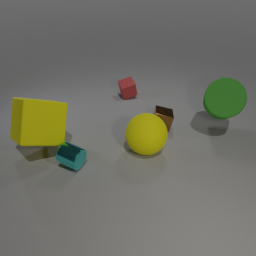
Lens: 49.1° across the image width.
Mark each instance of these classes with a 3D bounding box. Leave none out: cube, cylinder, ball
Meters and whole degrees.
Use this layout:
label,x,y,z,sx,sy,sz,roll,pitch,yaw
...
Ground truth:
label,x,y,z,sx,sy,sz,roll,pitch,yaw
cube,1.331,-0.360,10.893,0.700,0.700,0.700,13,32,-4
cylinder,-1.760,0.866,8.742,0.700,0.700,0.700,21,35,18
cylinder,3.488,-1.033,10.234,1.400,1.400,1.400,8,2,13
ball,0.614,0.202,9.365,1.400,1.400,1.400,0,30,0
cube,-0.012,-1.916,13.423,0.700,0.700,0.700,-20,46,-5
cube,-2.945,-0.218,9.176,1.400,1.400,1.400,2,6,-35
